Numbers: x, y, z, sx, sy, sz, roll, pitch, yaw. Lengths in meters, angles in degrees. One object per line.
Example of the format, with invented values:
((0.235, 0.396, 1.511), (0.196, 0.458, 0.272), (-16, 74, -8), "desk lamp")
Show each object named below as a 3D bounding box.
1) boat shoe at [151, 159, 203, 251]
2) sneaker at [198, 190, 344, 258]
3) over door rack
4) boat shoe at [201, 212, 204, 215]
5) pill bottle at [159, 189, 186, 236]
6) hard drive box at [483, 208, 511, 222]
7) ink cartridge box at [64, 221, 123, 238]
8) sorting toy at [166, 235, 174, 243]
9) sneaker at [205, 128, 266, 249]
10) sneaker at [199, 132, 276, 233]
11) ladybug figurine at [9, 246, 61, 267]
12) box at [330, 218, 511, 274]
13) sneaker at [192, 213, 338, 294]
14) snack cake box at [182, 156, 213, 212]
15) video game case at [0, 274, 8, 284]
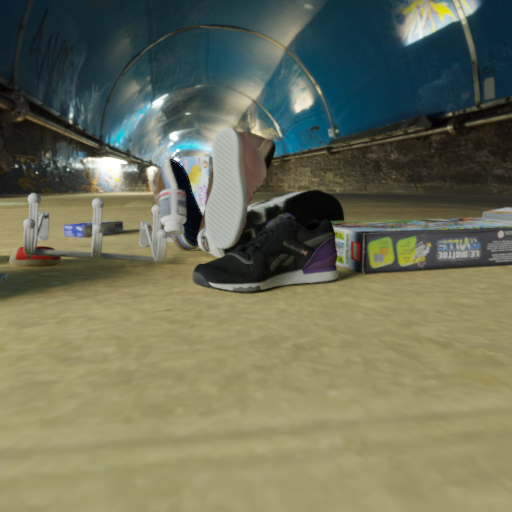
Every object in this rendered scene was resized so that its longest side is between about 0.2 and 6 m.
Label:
((-1.867, -1.031, 12.839), (0.922, 2.546, 0.920), (-35, -41, 24), "boat shoe")
((0.310, -0.658, 11.654), (3.364, 1.246, 1.489), (-10, 8, -33), "sneaker")
((-3.198, -0.610, 11.175), (2.489, 1.122, 3.370), (5, 7, -17), "over door rack")
((-0.836, -1.050, 15.966), (2.162, 0.765, 0.981), (3, 13, 32), "boat shoe")
((-1.570, -0.811, 10.585), (0.478, 0.800, 0.478), (-4, -14, -1), "pill bottle")
((6.744, -0.751, 14.043), (1.547, 0.762, 1.985), (7, 11, 37), "hard drive box")
((-4.472, -0.753, 15.498), (0.727, 0.342, 1.546), (3, 9, 27), "ink cartridge box")
((-1.706, -0.599, 14.186), (1.192, 0.417, 1.199), (6, 10, 33), "sorting toy")
((-0.271, -1.076, 9.562), (0.756, 2.008, 1.049), (-2, -8, 31), "sneaker")
((-0.657, -1.515, 12.325), (1.101, 2.914, 1.026), (26, -24, 12), "sneaker")
((-4.070, 0.005, 10.344), (0.949, 0.341, 0.644), (0, 8, 0), "ladybug figurine")
((3.355, -0.272, 10.927), (4.111, 0.714, 2.262), (-3, 9, -19), "box")
((0.151, -0.095, 8.436), (2.488, 1.089, 0.942), (-6, 10, -34), "sneaker")
((-1.733, -2.147, 18.440), (1.285, 2.235, 0.751), (7, 11, 41), "snack cake box")
((-4.330, 0.392, 8.538), (0.850, 0.101, 0.774), (-2, 9, -10), "video game case")
